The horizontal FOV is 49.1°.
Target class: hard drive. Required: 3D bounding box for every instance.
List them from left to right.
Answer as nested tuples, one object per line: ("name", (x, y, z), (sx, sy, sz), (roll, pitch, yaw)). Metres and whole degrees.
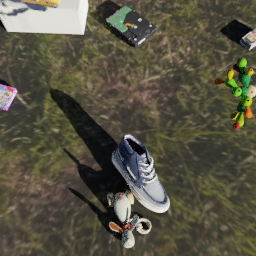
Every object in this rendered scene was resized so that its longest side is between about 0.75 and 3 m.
("hard drive", (0.102, -3.735, 10.277), (1.621, 0.307, 1.133), (42, 72, 16))

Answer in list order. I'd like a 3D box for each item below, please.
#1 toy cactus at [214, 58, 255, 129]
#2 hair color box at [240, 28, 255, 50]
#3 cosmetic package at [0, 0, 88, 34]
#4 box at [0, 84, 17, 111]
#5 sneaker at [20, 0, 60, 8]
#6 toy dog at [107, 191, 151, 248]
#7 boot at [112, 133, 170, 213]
("toy cactus", (2.093, -0.637, 5.198), (0.633, 1.021, 1.237), (-7, 93, 41))
("hair color box", (4.532, -3.248, 10.070), (0.925, 0.280, 0.458), (-37, 71, -15))
("cosmetic package", (-2.986, -4.378, 10.059), (2.877, 1.220, 1.548), (4, 64, 1))
("box", (-4.302, -1.066, 9.112), (1.124, 0.220, 0.769), (16, 67, 7))
("sneaker", (-2.077, -3.598, 6.762), (0.996, 1.166, 2.645), (-1, 19, -27))
("toy dog", (-0.084, 2.271, 7.327), (0.978, 0.714, 1.483), (-30, 69, -13))
("boot", (0.414, 1.207, 7.552), (0.799, 0.992, 2.197), (-28, 66, -39))
